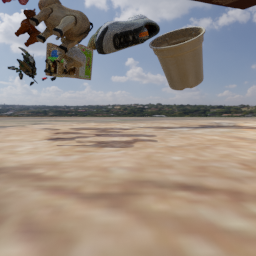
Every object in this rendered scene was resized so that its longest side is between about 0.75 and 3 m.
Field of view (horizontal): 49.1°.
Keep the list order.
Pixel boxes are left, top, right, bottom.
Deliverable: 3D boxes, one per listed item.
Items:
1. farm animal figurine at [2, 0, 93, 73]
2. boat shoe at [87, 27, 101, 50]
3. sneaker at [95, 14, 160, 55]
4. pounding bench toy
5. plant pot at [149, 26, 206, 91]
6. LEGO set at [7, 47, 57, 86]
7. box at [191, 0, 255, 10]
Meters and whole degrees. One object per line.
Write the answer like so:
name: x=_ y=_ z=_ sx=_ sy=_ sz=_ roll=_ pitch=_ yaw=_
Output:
farm animal figurine: x=-1.840 y=-2.827 z=6.662 sx=2.409 sy=1.270 sz=2.436 roll=37 pitch=-24 yaw=4
boat shoe: x=-1.110 y=-3.236 z=10.374 sx=0.413 sy=1.314 sz=0.479 roll=27 pitch=-32 yaw=3
sneaker: x=0.000 y=-3.383 z=10.102 sx=2.752 sy=1.017 sz=1.091 roll=-33 pitch=45 yaw=-27
pounding bench toy: x=-1.983 y=-2.066 z=8.604 sx=1.273 sy=1.014 sz=1.632 roll=7 pitch=8 yaw=14
plant pot: x=1.971 y=-2.475 z=10.294 sx=1.998 sy=1.829 sz=1.998 roll=-15 pitch=30 yaw=9
LEGO set: x=-2.799 y=-1.813 z=8.373 sx=1.769 sy=1.149 sz=0.501 roll=24 pitch=42 yaw=15
box: x=2.401 y=-3.626 z=6.008 sx=1.882 sy=1.545 sz=1.561 roll=-2 pitch=8 yaw=-24
